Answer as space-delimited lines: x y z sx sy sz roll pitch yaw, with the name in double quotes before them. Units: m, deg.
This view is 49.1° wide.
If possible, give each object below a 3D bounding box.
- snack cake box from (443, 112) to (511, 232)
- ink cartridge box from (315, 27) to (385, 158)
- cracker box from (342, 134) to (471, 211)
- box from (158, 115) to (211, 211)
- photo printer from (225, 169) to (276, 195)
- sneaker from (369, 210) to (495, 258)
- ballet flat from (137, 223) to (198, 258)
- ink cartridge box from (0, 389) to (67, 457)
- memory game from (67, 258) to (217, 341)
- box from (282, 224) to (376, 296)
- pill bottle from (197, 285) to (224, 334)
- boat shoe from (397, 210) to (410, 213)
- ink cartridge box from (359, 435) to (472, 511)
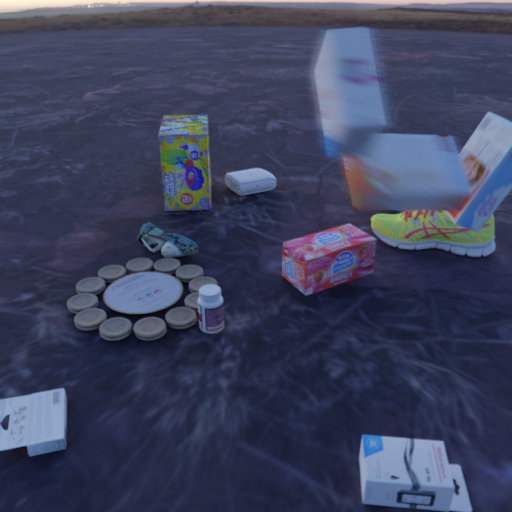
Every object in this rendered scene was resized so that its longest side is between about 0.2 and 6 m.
"snack cake box" 3.585 -1.308 8.827 0.544 1.619 0.931 16 30 -24
"ink cartridge box" 1.035 -1.837 6.380 0.502 1.186 0.857 -4 -13 -5
"cracker box" 2.215 -1.258 8.384 1.679 0.484 1.125 0 58 -8
"box" -1.744 -2.347 13.975 1.164 1.909 1.839 -2 29 -3
"photo printer" -0.110 -1.992 14.900 1.177 0.409 0.979 -14 31 -25
"sneaker" 3.731 -0.769 11.866 2.619 1.183 1.024 6 31 14
"ballet flat" -1.894 -0.223 11.689 1.563 0.580 0.580 20 34 36
"ink cartridge box" -2.968 2.219 7.406 0.855 0.215 0.985 -8 30 -14
"memory game" -2.050 0.725 10.185 2.695 0.172 2.695 0 29 0
"box" 1.400 0.037 10.793 1.659 0.785 0.851 -16 32 -26
"pill bottle" -0.754 0.876 9.305 0.423 0.742 0.423 0 29 0
"boat shoe" 3.692 -1.443 13.298 0.827 0.979 2.747 -29 37 -35
"ink cartridge box" 1.867 2.549 6.585 1.231 0.417 0.714 3 29 5
